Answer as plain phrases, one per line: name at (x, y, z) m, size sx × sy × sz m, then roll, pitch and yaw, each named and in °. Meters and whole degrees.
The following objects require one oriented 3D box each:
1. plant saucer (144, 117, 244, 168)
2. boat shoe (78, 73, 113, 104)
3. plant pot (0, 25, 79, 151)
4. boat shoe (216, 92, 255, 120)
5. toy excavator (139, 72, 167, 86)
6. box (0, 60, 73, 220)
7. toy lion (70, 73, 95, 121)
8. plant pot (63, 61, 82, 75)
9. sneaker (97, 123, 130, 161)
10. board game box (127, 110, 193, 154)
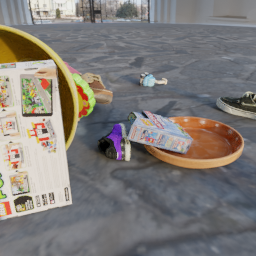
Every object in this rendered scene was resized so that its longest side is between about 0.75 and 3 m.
plant saucer at (1.680, 0.353, 7.437) m, size 2.567 × 0.414 × 2.567 m, roll 0°, pitch 25°, yaw 0°
boat shoe at (-1.419, -1.519, 10.132) m, size 1.053 × 0.998 × 2.781 m, roll 13°, pitch 5°, yaw -39°
plant pot at (-2.423, -0.696, 6.217) m, size 2.983 × 2.983 × 2.117 m, roll 0°, pitch 18°, yaw 0°
boat shoe at (4.188, -0.805, 9.474) m, size 0.869 × 0.782 × 2.457 m, roll -23°, pitch 33°, yaw -40°
toy excavator at (1.152, -2.140, 12.803) m, size 1.028 × 0.513 × 0.999 m, roll 26°, pitch 36°, yaw 22°
box at (-1.858, 0.280, 4.860) m, size 1.502 × 2.729 × 0.474 m, roll -9°, pitch 26°, yaw -18°
toy lion at (-1.889, -0.919, 8.082) m, size 1.896 × 1.817 × 0.651 m, roll 35°, pitch 44°, yaw 2°
plant pot at (-2.638, -2.163, 12.052) m, size 1.108 × 1.237 × 1.237 m, roll 22°, pitch 29°, yaw 10°
sneaker at (-0.421, 0.315, 7.337) m, size 0.778 × 0.544 × 1.564 m, roll -2°, pitch 25°, yaw -10°
board game box at (0.609, -0.013, 7.156) m, size 1.525 × 0.471 × 1.526 m, roll 9°, pitch 27°, yaw -25°
